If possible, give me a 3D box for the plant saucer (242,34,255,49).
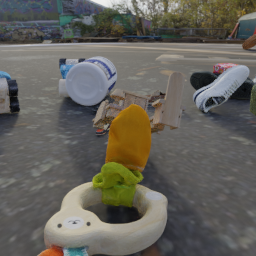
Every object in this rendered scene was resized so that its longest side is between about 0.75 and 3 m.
[{"bbox_3d":[14.624,-10.074,32.637,2.639,0.426,2.639,-21,-17,-7],"label":"plant saucer"}]

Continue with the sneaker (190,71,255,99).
[{"bbox_3d":[4.127,-1.946,12.226,2.713,1.037,1.554,11,22,21],"label":"sneaker"}]

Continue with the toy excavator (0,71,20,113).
[{"bbox_3d":[-4.747,-1.347,10.063,1.173,2.284,2.349,-12,52,-28],"label":"toy excavator"}]

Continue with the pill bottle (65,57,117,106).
[{"bbox_3d":[-1.356,-2.066,11.614,1.633,1.633,2.940,3,21,8],"label":"pill bottle"}]

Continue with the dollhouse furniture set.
[{"bbox_3d":[0.112,-0.522,6.050,1.343,1.147,2.591,14,-10,-14],"label":"dollhouse furniture set"}]

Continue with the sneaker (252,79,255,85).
[{"bbox_3d":[6.343,-2.090,13.422,0.530,0.502,1.311,-10,15,11],"label":"sneaker"}]

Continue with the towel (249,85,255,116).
[{"bbox_3d":[3.836,-0.565,7.822,0.246,1.347,0.999,-35,52,-3],"label":"towel"}]

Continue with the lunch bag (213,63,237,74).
[{"bbox_3d":[6.085,-3.487,16.774,1.608,0.659,1.417,-9,23,-24],"label":"lunch bag"}]

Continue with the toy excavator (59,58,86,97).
[{"bbox_3d":[-2.487,-2.064,12.399,1.201,2.405,2.339,-1,-23,-2],"label":"toy excavator"}]

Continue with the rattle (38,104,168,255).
[{"bbox_3d":[-0.355,0.859,3.643,1.636,1.796,2.514,33,26,27],"label":"rattle"}]

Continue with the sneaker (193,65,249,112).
[{"bbox_3d":[3.396,-1.335,9.888,2.185,0.835,0.880,-38,27,11],"label":"sneaker"}]

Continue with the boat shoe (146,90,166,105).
[{"bbox_3d":[1.145,-1.205,10.857,1.506,0.541,0.570,4,21,11],"label":"boat shoe"}]

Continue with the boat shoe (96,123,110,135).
[{"bbox_3d":[-0.718,-0.008,8.106,0.271,0.238,0.762,10,24,20],"label":"boat shoe"}]

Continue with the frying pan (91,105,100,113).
[{"bbox_3d":[-0.670,-0.687,9.969,1.287,0.209,0.778,-7,22,-22],"label":"frying pan"}]
